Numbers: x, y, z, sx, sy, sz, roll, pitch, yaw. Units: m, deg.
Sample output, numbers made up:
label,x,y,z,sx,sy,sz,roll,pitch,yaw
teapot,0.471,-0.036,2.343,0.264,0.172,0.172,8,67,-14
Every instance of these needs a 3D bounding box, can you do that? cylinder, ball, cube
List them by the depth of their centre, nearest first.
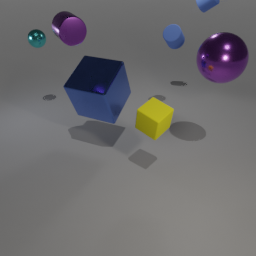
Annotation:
label,x,y,z,sx,sy,sz,roll,pitch,yaw
cylinder,-1.470,-2.481,6.978,0.700,0.700,0.700,-14,36,-23
cube,0.690,-0.250,7.428,0.700,0.700,0.700,34,53,24
ball,2.644,-1.962,7.891,1.400,1.400,1.400,0,29,0
cube,-0.890,-1.200,8.749,1.400,1.400,1.400,14,59,21
cylinder,1.755,-3.477,10.693,0.700,0.700,0.700,15,-3,24
ball,-3.552,-3.485,10.924,0.700,0.700,0.700,0,29,0
cylinder,3.279,-5.249,11.517,0.700,0.700,0.700,-21,10,41
